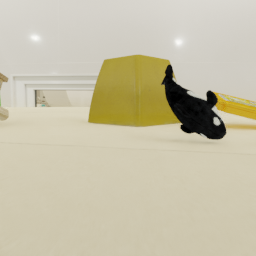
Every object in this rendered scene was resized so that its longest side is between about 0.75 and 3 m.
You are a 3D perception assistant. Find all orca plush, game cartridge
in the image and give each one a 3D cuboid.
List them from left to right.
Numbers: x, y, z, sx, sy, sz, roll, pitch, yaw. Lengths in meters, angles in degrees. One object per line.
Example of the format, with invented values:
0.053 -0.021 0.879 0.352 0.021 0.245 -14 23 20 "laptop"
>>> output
1.139 -0.511 5.412 0.956 1.818 0.646 -36 -24 30 "orca plush"
3.571 -0.650 8.654 1.975 0.363 2.241 14 14 3 "game cartridge"

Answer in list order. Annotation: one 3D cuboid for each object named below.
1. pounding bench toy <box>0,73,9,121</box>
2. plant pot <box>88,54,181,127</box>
-4.769 -1.291 9.153 2.374 1.852 1.475 9 -13 14 "pounding bench toy"
0.329 -1.358 10.360 2.665 2.351 2.665 6 7 44 "plant pot"
